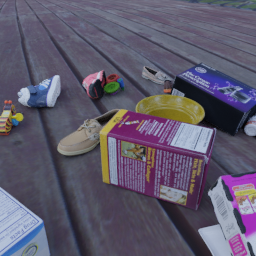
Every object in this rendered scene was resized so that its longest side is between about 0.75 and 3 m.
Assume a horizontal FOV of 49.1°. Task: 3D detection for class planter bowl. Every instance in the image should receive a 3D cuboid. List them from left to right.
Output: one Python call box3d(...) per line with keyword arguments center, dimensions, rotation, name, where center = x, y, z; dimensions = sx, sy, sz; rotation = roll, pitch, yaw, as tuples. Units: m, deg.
box3d(center=(1.404, -0.239, 9.654), dimensions=(2.293, 0.955, 2.293), rotation=(0, 33, 0), name="planter bowl")

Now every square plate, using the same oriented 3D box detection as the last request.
box3d(center=(2.361, 2.574, 5.921), dimensions=(1.319, 0.188, 1.307), rotation=(-8, 34, -12), name="square plate")

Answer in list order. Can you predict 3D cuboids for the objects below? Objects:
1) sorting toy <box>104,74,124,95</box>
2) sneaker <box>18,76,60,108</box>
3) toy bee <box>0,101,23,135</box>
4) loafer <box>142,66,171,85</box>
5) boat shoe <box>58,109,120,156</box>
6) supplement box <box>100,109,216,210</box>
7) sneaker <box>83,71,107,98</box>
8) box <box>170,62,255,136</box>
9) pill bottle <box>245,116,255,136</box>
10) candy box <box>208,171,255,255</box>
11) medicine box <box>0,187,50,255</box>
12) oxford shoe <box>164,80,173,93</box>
box3d(center=(-0.586, -1.893, 12.768), dimensions=(0.854, 0.583, 1.421), rotation=(-10, 43, 12), name="sorting toy")
box3d(center=(-3.811, -1.634, 11.914), dimensions=(1.590, 0.875, 2.172), rotation=(3, 37, -3), name="sneaker")
box3d(center=(-4.383, -0.497, 10.149), dimensions=(1.062, 0.882, 1.622), rotation=(-13, 35, -17), name="toy bee")
box3d(center=(1.377, -2.579, 13.736), dimensions=(1.716, 0.539, 0.617), rotation=(26, 40, 34), name="loafer")
box3d(center=(-1.224, 0.066, 9.280), dimensions=(0.914, 0.828, 2.566), rotation=(27, 41, 36), name="boat shoe")
box3d(center=(0.747, 0.740, 7.355), dimensions=(2.674, 1.750, 1.380), rotation=(14, 35, 19), name="supplement box")
box3d(center=(-1.606, -1.870, 12.583), dimensions=(0.995, 0.845, 2.294), rotation=(-7, 26, 12), name="sneaker")
box3d(center=(3.330, -1.206, 10.576), dimensions=(2.837, 1.119, 2.002), rotation=(35, 43, 26), name="box")
box3d(center=(4.434, -0.098, 9.895), dimensions=(0.464, 0.464, 0.827), rotation=(18, 35, 25), name="pill bottle")
box3d(center=(2.894, 2.161, 5.097), dimensions=(1.897, 0.849, 2.782), rotation=(-6, 54, -10), name="candy box")
box3d(center=(-3.063, 2.278, 5.476), dimensions=(2.225, 1.145, 2.026), rotation=(23, 39, 31), name="medicine box")
box3d(center=(1.779, -1.831, 12.061), dimensions=(0.513, 0.522, 1.440), rotation=(-4, 11, 8), name="oxford shoe")
